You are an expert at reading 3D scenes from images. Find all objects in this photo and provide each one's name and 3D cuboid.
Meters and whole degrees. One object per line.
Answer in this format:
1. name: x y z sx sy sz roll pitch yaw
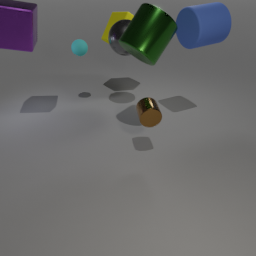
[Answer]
1. ball: -0.093 -3.615 11.233 1.400 1.400 1.400 0 28 0
2. cylinder: 2.652 -3.633 9.945 1.400 1.400 1.400 -18 33 -22
3. cube: -0.141 -4.476 13.205 1.400 1.400 1.400 20 6 -39
4. cylinder: 0.637 -2.963 8.977 1.400 1.400 1.400 33 3 -2
5. cylinder: 0.649 -0.491 8.758 0.700 0.700 0.700 -4 37 -7
6. ball: -2.077 -3.442 12.018 0.700 0.700 0.700 0 28 0
7. cube: -4.003 -3.642 9.887 1.400 1.400 1.400 4 31 -12
